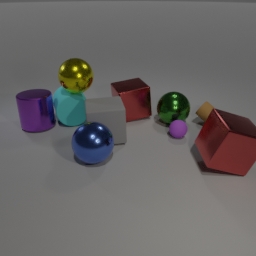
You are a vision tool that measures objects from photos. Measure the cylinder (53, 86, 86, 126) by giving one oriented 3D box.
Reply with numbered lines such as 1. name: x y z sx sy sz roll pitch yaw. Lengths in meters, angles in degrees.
1. cylinder: -2.446 -0.986 12.034 1.400 1.400 1.400 -9 29 -17

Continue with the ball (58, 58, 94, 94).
1. ball: -2.066 -2.068 11.129 1.400 1.400 1.400 0 28 0

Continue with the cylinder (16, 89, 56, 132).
1. cylinder: -3.776 -0.750 11.533 1.400 1.400 1.400 -1 24 0

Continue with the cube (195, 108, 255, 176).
1. cube: 3.187 0.435 8.845 1.400 1.400 1.400 14 29 -14

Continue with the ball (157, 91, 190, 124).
1. ball: 1.905 -0.828 11.746 1.400 1.400 1.400 0 28 0

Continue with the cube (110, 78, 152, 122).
1. cube: 0.133 -1.267 12.439 1.400 1.400 1.400 -14 30 -13

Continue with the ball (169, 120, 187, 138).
1. ball: 1.946 0.036 10.849 0.700 0.700 0.700 0 28 0

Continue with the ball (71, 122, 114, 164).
1. ball: -1.159 0.486 9.276 1.400 1.400 1.400 0 28 0

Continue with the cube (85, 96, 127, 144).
1. cube: -0.859 -0.278 10.613 1.400 1.400 1.400 -6 27 -8

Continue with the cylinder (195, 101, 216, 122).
1. cylinder: 3.303 -0.635 11.673 0.700 0.700 0.700 44 43 12
